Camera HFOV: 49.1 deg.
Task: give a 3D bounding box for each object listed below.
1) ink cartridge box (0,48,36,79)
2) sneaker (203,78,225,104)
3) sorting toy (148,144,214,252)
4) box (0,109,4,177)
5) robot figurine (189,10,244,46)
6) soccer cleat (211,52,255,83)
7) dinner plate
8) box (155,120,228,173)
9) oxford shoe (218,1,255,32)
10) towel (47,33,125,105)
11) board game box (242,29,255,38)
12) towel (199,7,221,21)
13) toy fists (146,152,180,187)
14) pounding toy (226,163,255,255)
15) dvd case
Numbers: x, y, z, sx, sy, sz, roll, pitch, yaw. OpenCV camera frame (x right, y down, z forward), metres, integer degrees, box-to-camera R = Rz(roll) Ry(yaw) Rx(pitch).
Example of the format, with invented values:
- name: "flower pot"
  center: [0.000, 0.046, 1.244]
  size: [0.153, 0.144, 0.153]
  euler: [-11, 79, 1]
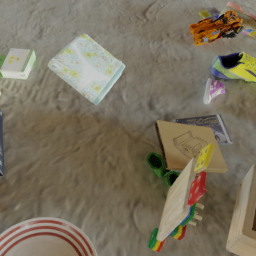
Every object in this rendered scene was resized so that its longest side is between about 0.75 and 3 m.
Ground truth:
- name: "ink cartridge box"
  center: [-4.404, -2.372, 10.238]
  size: [1.729, 0.414, 1.258]
  euler: [5, 54, 1]
- name: "sneaker"
  center: [2.912, -1.205, 9.341]
  size: [0.659, 0.419, 1.156]
  euler: [18, 55, 9]
- name: "sorting toy"
  center: [1.014, 1.268, 4.866]
  size: [0.399, 2.360, 1.137]
  euler: [24, 45, 2]
- name: "box"
  center: [-4.320, -0.179, 7.188]
  size: [1.348, 2.590, 2.358]
  euler: [-13, 54, -8]
- name: "robot figurine"
  center: [3.505, -3.977, 11.044]
  size: [1.997, 0.581, 1.448]
  euler: [-17, 53, 13]
- name: "soccer cleat"
  center: [4.129, -2.153, 9.651]
  size: [2.484, 1.039, 0.803]
  euler: [-3, 53, -2]
- name: "dinner plate"
  center: [-1.956, 3.296, 5.968]
  size: [2.755, 0.334, 2.755]
  euler: [-1, 53, 1]
- name: "box"
  center: [1.703, 0.509, 7.635]
  size: [1.827, 0.194, 1.493]
  euler: [7, 49, -21]
- name: "oxford shoe"
  center: [4.686, -4.252, 11.423]
  size: [0.840, 0.805, 2.275]
  euler: [-49, 54, 17]
- name: "towel"
  center: [-0.622, -0.981, 4.536]
  size: [0.953, 0.268, 1.113]
  euler: [36, 46, -7]
- name: "board game box"
  center: [5.311, -4.006, 11.603]
  size: [0.881, 0.178, 0.674]
  euler: [37, 61, 24]
- name: "towel"
  center: [3.828, -4.864, 12.272]
  size: [0.969, 0.154, 1.349]
  euler: [-20, 55, -15]
- name: "toy fists"
  center: [1.040, 1.193, 7.347]
  size: [1.391, 0.709, 0.478]
  euler: [43, 97, 28]
- name: "pounding toy"
  center: [3.500, 2.629, 5.836]
  size: [2.550, 1.328, 2.903]
  euler: [19, 55, 14]
- name: "dvd case"
  center: [2.281, 0.098, 8.525]
  size: [1.481, 0.118, 1.101]
  euler: [-6, 53, -5]
